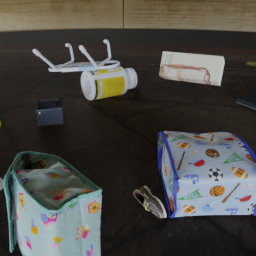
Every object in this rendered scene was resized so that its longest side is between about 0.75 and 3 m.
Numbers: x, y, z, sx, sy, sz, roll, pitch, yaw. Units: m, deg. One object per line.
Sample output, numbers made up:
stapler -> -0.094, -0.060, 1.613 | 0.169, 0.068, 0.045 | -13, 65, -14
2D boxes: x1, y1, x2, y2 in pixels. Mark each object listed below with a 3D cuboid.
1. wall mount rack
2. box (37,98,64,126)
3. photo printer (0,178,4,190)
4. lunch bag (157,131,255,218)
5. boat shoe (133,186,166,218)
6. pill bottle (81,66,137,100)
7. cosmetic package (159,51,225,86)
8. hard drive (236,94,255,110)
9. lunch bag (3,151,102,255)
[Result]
wall mount rack -> -1.807, -2.493, 9.809 | 2.825, 1.053, 2.454 | 0, 24, 17
box -> -3.455, -0.745, 12.463 | 1.058, 0.763, 1.425 | -6, 26, -12
photo printer -> -4.273, 1.634, 7.843 | 1.183, 0.411, 0.984 | 11, 28, 22
lunch bag -> 2.063, 1.020, 7.711 | 2.310, 1.683, 2.717 | -1, 34, -4
boat shoe -> 0.545, 1.927, 7.205 | 0.379, 0.458, 1.275 | -13, 24, -20
pill bottle -> -0.985, -2.514, 15.224 | 2.853, 1.598, 1.598 | -14, 29, -28
cosmetic package -> 2.950, -2.737, 12.930 | 2.699, 1.177, 1.395 | 11, 5, 23
hard drive -> 6.625, -1.243, 14.043 | 1.339, 0.315, 1.918 | -13, 28, -26
lunch bag -> -1.695, 1.731, 5.760 | 2.343, 1.996, 1.428 | 23, 28, 40
